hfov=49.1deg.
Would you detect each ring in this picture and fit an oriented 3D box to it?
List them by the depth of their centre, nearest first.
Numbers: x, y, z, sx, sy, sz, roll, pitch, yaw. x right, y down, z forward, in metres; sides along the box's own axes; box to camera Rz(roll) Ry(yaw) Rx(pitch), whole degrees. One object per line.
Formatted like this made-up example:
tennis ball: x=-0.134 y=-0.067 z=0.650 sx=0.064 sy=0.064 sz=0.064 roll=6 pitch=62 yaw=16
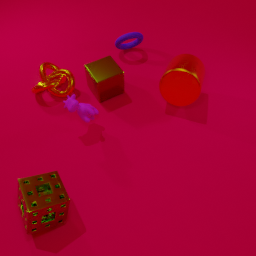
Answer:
ring: x=0.045 y=-3.281 z=10.575 sx=1.124 sy=1.124 sz=0.225 roll=-15 pitch=85 yaw=-11

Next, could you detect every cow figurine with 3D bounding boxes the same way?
cow figurine: x=-1.387 y=-0.586 z=8.236 sx=0.934 sy=0.949 sz=0.521 roll=40 pitch=103 yaw=2

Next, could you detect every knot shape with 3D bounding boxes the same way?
knot shape: x=-2.647 y=-1.566 z=9.550 sx=1.411 sy=0.697 sz=1.507 roll=-34 pitch=61 yaw=-22

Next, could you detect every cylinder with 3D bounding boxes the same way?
cylinder: x=1.758 y=-1.551 z=8.986 sx=1.286 sy=1.286 sz=1.286 roll=16 pitch=39 yaw=11

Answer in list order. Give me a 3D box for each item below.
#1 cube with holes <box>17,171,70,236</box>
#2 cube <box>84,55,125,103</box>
cube with holes: x=-2.053 y=1.777 z=6.736 sx=0.945 sy=0.945 sz=0.945 roll=-9 pitch=44 yaw=-31
cube: x=-0.775 y=-1.641 z=9.426 sx=0.986 sy=0.986 sz=0.986 roll=-25 pitch=58 yaw=-17
